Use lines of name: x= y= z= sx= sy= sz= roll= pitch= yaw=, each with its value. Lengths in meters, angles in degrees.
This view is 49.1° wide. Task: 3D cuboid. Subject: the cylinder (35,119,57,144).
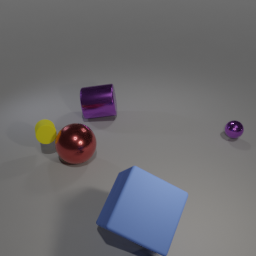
cylinder: x=-2.885 y=0.122 z=9.803 sx=0.700 sy=0.700 sz=0.700 roll=-10 pitch=22 yaw=-17

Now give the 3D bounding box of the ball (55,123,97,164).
ball: x=-1.778 y=0.532 z=9.592 sx=1.400 sy=1.400 sz=1.400 roll=0 pitch=31 yaw=0

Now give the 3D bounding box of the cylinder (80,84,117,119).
cylinder: x=-1.257 y=-1.157 z=12.245 sx=1.400 sy=1.400 sz=1.400 roll=-7 pitch=31 yaw=3

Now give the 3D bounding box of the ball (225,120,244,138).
ball: x=4.102 y=0.052 z=10.822 sx=0.700 sy=0.700 sz=0.700 roll=0 pitch=31 yaw=0

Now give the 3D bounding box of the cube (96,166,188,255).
cube: x=0.276 y=1.863 z=6.413 sx=1.400 sy=1.400 sz=1.400 roll=28 pitch=70 yaw=-6
